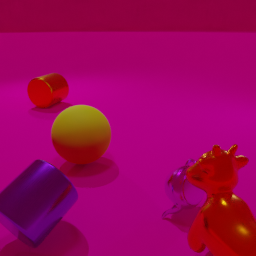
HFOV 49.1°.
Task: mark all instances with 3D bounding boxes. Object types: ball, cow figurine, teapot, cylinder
[{"bbox_3d":[-1.036,0.147,6.261,1.318,1.318,1.318,0,21,0],"label":"ball"},{"bbox_3d":[1.299,1.064,3.570,0.836,1.499,1.523,0,25,-25],"label":"cow figurine"},{"bbox_3d":[0.908,1.027,4.751,0.568,0.721,1.160,-7,50,55],"label":"teapot"},{"bbox_3d":[-3.069,-1.465,10.837,1.151,1.151,1.151,8,22,20],"label":"cylinder"},{"bbox_3d":[-1.351,1.078,4.069,0.907,0.907,0.907,14,47,33],"label":"cylinder"}]
